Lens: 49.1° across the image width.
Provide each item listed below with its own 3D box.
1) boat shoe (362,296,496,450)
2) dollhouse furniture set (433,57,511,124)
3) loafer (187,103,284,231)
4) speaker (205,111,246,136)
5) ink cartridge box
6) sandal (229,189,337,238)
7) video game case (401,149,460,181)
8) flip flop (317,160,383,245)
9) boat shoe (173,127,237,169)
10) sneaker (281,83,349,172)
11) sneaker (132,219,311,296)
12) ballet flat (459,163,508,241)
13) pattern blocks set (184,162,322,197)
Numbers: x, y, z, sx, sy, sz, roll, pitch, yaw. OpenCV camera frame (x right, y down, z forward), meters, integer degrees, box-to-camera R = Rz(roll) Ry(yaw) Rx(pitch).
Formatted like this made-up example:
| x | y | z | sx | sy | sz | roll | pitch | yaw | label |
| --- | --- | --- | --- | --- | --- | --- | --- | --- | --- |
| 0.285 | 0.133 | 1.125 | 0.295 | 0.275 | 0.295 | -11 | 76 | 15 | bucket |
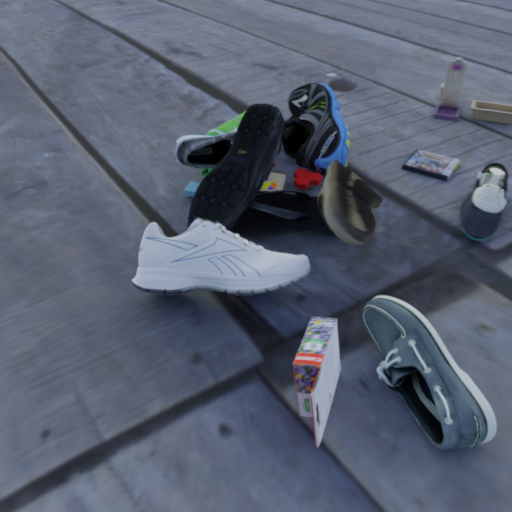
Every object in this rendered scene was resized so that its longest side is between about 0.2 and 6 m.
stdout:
| x | y | z | sx | sy | sz | roll | pitch | yaw | label |
| --- | --- | --- | --- | --- | --- | --- | --- | --- | --- |
| 2.125 | 1.523 | 7.717 | 0.798 | 0.940 | 2.583 | -13 | 44 | -22 | boat shoe |
| 6.164 | -4.665 | 15.278 | 2.186 | 1.552 | 1.732 | 13 | 39 | 17 | dollhouse furniture set |
| -0.279 | -1.485 | 10.838 | 1.067 | 1.104 | 3.144 | 19 | 71 | 24 | loafer |
| -0.454 | -2.962 | 13.666 | 0.851 | 0.851 | 1.923 | 23 | 43 | 27 | speaker |
| 0.767 | 1.609 | 7.372 | 0.409 | 0.885 | 1.625 | 1 | 28 | 19 | ink cartridge box |
| 0.672 | -0.949 | 10.989 | 2.884 | 0.617 | 1.096 | 0 | 52 | 1 | sandal |
| 4.113 | -2.150 | 13.158 | 1.086 | 0.139 | 0.982 | 21 | 43 | 26 | video game case |
| 1.581 | -0.874 | 10.141 | 1.262 | 0.896 | 3.112 | 38 | 27 | -7 | flip flop |
| -0.500 | -2.276 | 11.921 | 2.441 | 0.901 | 0.834 | -7 | 24 | -28 | boat shoe |
| 1.232 | -3.230 | 13.619 | 1.495 | 1.279 | 3.609 | 1 | 40 | -9 | sneaker |
| -0.563 | 0.019 | 9.161 | 2.930 | 1.276 | 1.092 | 1 | -3 | -2 | sneaker |
| 4.706 | -1.233 | 11.401 | 0.859 | 0.859 | 2.352 | 17 | 41 | 21 | ballet flat |
| -0.115 | -1.494 | 12.175 | 2.609 | 0.211 | 2.293 | 19 | 45 | 22 | pattern blocks set |
